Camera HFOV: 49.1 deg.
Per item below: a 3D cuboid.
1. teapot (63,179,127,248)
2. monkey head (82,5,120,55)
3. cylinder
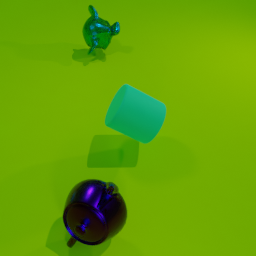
[{"bbox_3d":[-0.655,1.613,5.308,1.268,2.039,0.999,37,27,5],"label":"teapot"},{"bbox_3d":[-1.021,-3.575,10.299,1.128,1.872,1.346,4,-5,-37],"label":"monkey head"},{"bbox_3d":[0.172,-0.337,6.920,1.130,1.130,1.130,25,43,-17],"label":"cylinder"}]
